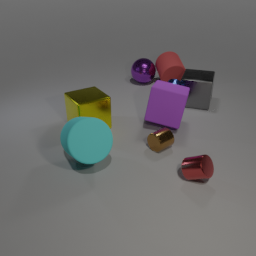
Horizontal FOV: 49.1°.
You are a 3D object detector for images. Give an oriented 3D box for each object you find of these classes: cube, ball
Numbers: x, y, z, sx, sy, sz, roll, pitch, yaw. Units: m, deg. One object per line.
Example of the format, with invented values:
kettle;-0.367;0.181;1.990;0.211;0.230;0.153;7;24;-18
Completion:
cube;1.581;-0.979;11.217;1.400;1.400;1.400;16;23;9
ball;0.858;-3.193;15.667;1.400;1.400;1.400;0;29;0
cube;-1.598;-0.699;11.251;1.400;1.400;1.400;-17;34;-28
cube;3.240;-1.842;13.195;1.400;1.400;1.400;9;34;17

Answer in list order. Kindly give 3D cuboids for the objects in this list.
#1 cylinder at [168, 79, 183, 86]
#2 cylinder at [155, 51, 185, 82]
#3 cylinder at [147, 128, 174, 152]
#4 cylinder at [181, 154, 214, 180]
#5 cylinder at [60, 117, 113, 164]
cylinder;1.986;-1.677;12.289;0.700;0.700;0.700;11;60;19
cylinder;2.315;-3.209;15.263;1.400;1.400;1.400;-5;46;-8
cylinder;1.167;0.421;9.984;0.700;0.700;0.700;-22;36;-33
cylinder;2.082;1.182;8.377;0.700;0.700;0.700;-17;12;44
cylinder;-1.351;0.351;8.922;1.400;1.400;1.400;-12;7;-21
